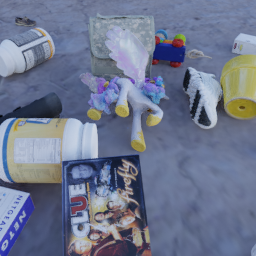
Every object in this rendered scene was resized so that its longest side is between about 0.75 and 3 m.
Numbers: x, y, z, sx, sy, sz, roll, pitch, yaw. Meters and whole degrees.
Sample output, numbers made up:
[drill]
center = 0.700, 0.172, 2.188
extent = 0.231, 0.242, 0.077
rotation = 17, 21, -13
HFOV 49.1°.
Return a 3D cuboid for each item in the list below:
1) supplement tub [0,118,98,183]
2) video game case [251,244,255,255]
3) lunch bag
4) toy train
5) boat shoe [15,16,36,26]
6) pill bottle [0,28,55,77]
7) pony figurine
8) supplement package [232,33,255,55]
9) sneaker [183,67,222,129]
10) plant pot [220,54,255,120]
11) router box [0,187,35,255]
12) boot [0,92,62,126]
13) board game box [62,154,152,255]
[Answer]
[supplement tub]
center = -1.784, 0.516, 6.448
extent = 2.050, 1.483, 1.483
rotation = 0, 41, 0
[video game case]
center = 3.228, 3.073, 4.230
extent = 2.371, 0.539, 2.149
rotation = 9, 42, 10
[lunch bag]
center = -0.216, -2.419, 9.095
extent = 2.007, 2.448, 1.439
rotation = -2, 41, -4
[toy train]
center = 2.021, -3.170, 10.956
extent = 2.515, 1.064, 1.455
rotation = 10, 45, 12
[boat shoe]
center = -5.155, -5.356, 14.028
extent = 1.090, 0.400, 0.406
rotation = 3, 41, 3
[pill bottle]
center = -3.926, -2.823, 10.454
extent = 1.261, 1.261, 2.167
rotation = 25, 46, 26
[pony figurine]
center = -0.060, -1.087, 8.113
extent = 2.786, 2.403, 2.886
rotation = 35, 39, -9
[supplement package]
center = 5.021, -3.434, 11.674
extent = 1.050, 0.582, 0.818
rotation = 24, 46, 26
[sneaker]
center = 2.448, -1.005, 8.672
extent = 1.096, 1.016, 2.704
rotation = 7, 42, -5
[plant pot]
center = 3.527, -1.122, 8.429
extent = 1.581, 1.581, 1.488
rotation = 14, 59, 15
[router box]
center = -3.265, 2.084, 5.359
extent = 2.019, 0.549, 2.249
rotation = 9, 42, 10
[boot]
center = -2.833, -0.119, 6.926
extent = 2.713, 0.891, 2.236
rotation = -26, 5, -29
[board game box]
center = -0.422, 1.681, 5.207
extent = 1.537, 0.392, 2.268
rotation = -5, 68, -5
